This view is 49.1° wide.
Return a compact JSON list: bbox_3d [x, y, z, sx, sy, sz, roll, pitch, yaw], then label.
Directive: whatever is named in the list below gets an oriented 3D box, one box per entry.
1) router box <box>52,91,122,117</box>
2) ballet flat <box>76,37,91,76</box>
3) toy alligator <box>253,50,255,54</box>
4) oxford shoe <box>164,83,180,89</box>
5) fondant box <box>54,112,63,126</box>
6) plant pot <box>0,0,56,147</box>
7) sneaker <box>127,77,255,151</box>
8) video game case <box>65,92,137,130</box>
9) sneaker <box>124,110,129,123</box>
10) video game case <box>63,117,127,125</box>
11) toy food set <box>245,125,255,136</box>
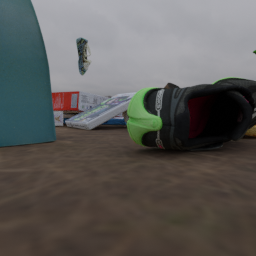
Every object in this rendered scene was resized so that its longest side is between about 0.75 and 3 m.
[{"bbox_3d":[-1.979,-0.885,11.092,2.508,0.683,2.795,2,-1,31],"label":"router box"},{"bbox_3d":[-1.631,-2.644,10.551,0.546,1.471,0.546,-1,37,1],"label":"ballet flat"},{"bbox_3d":[3.696,-1.792,7.084,1.177,0.319,0.349,0,-1,-14],"label":"toy alligator"},{"bbox_3d":[1.439,-0.336,7.174,2.801,0.999,0.998,14,-53,-49],"label":"oxford shoe"},{"bbox_3d":[-3.199,-0.300,9.223,1.756,0.512,1.267,-4,4,-37],"label":"fondant box"},{"bbox_3d":[-2.436,-1.050,4.442,1.825,2.582,1.824,2,4,38],"label":"plant pot"},{"bbox_3d":[1.299,-0.145,3.896,2.753,1.056,1.153,-14,19,-34],"label":"sneaker"},{"bbox_3d":[-0.684,-0.577,8.678,2.190,0.256,1.991,-30,17,-24],"label":"video game case"},{"bbox_3d":[0.997,-0.487,9.265,2.436,0.949,1.211,0,0,-9],"label":"sneaker"},{"bbox_3d":[-0.911,-0.319,11.699,2.923,0.260,2.092,2,4,27],"label":"video game case"},{"bbox_3d":[1.918,-0.059,5.875,1.753,0.426,1.735,-1,3,-6],"label":"toy food set"}]
